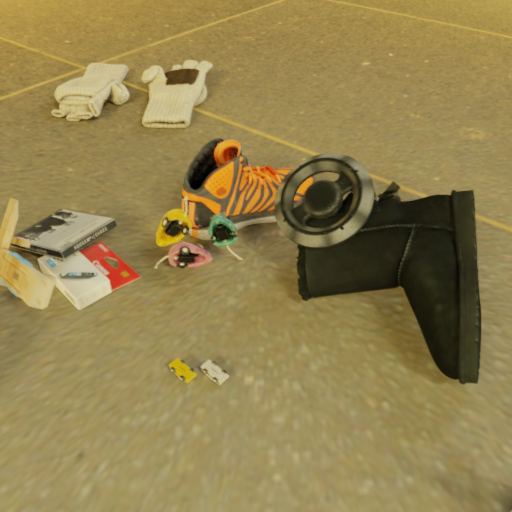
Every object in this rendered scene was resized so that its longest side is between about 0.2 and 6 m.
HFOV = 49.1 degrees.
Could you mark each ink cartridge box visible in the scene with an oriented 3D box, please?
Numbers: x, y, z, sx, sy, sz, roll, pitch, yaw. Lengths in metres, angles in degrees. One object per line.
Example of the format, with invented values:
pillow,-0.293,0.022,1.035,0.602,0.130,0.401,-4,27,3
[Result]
ink cartridge box,-2.581,0.187,8.658,1.087,0.276,1.234,-31,48,-31

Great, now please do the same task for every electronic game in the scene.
electronic game,0.962,-0.809,8.089,1.488,0.310,1.488,-8,68,21

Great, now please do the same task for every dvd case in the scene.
dvd case,-3.155,-0.381,9.116,1.472,0.182,1.106,11,37,35

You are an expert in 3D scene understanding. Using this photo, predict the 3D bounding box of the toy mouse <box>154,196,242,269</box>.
toy mouse,-0.840,-0.258,8.549,1.528,1.719,0.333,16,46,-33

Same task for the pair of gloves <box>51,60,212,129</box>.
pair of gloves,-2.975,-4.061,13.500,3.517,0.617,2.990,6,40,9

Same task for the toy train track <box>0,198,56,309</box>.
toy train track,-3.153,0.196,7.537,0.500,1.762,3.072,18,-1,-36

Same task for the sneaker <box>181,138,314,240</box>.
sneaker,-0.051,-1.324,9.522,2.643,1.481,1.025,-26,46,-27

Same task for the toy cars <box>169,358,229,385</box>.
toy cars,-0.735,1.505,7.174,0.774,0.171,0.347,3,44,-1

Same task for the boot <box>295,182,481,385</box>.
boot,1.785,0.300,7.783,2.459,1.110,3.000,-3,59,20
